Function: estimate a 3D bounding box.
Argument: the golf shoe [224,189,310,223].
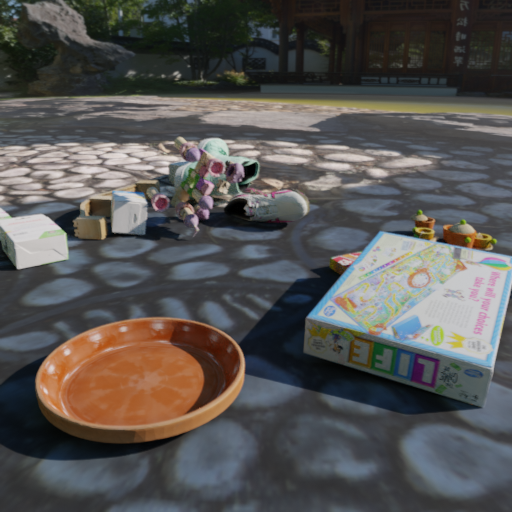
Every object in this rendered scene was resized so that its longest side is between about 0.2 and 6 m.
[{"bbox_3d":[0.231,-1.045,12.655,2.090,0.759,0.963,5,27,39],"label":"golf shoe"}]

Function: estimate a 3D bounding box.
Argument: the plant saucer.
[{"bbox_3d":[-1.308,1.404,6.530,2.347,0.379,2.347,0,21,0],"label":"plant saucer"}]

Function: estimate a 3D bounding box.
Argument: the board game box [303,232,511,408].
[{"bbox_3d":[2.316,0.637,7.886,2.210,0.563,3.288,13,27,25],"label":"board game box"}]

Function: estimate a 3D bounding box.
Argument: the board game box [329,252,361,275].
[{"bbox_3d":[2.102,0.357,9.520,0.868,0.272,1.817,-10,27,-24],"label":"board game box"}]

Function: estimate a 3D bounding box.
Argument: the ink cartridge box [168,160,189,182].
[{"bbox_3d":[-1.872,-2.576,16.902,0.950,0.547,1.302,12,24,29],"label":"ink cartridge box"}]

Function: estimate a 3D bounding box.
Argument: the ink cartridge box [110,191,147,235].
[{"bbox_3d":[-2.780,-0.948,12.187,0.711,0.724,0.983,2,18,-18],"label":"ink cartridge box"}]

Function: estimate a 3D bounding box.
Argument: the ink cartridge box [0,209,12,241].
[{"bbox_3d":[-5.748,-0.680,11.972,0.784,0.450,1.338,-14,25,-33],"label":"ink cartridge box"}]

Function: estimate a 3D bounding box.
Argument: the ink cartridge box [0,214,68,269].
[{"bbox_3d":[-4.360,-0.317,10.854,0.963,0.553,1.644,-13,24,-31],"label":"ink cartridge box"}]

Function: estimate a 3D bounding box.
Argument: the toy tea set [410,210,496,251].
[{"bbox_3d":[3.834,-0.568,11.336,1.104,0.687,1.856,-16,26,-37],"label":"toy tea set"}]

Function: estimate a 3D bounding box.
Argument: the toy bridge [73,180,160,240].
[{"bbox_3d":[-3.400,-1.177,13.259,1.176,0.476,3.500,3,22,11],"label":"toy bridge"}]

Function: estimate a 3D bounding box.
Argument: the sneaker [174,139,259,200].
[{"bbox_3d":[-0.765,-2.368,15.341,1.981,1.236,3.358,0,29,14],"label":"sneaker"}]

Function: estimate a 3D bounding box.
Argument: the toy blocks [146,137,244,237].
[{"bbox_3d":[-1.130,-1.391,12.074,1.782,1.665,1.500,21,16,-37],"label":"toy blocks"}]
